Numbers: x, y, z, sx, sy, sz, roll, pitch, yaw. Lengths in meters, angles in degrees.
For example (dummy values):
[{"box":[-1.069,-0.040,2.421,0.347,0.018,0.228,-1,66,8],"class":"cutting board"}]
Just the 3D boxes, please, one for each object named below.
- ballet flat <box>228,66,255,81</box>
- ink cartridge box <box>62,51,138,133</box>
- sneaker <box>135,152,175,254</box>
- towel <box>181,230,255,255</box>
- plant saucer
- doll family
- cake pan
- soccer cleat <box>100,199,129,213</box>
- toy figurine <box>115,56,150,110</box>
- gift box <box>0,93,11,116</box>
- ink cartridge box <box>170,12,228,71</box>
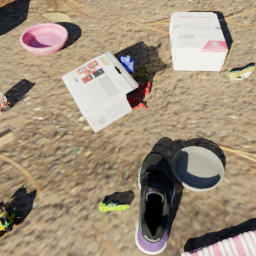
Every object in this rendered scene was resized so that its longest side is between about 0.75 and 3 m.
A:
[{"box":[4.669,-2.187,11.429,1.257,0.431,0.396,-17,81,-10],"class":"ballet flat"},{"box":[-0.912,-1.363,10.000,2.051,0.979,2.336,-31,56,-4],"class":"ink cartridge box"},{"box":[0.812,1.724,7.565,1.106,1.278,2.919,3,51,3],"class":"sneaker"},{"box":[2.600,3.501,6.727,2.256,0.337,1.651,-13,51,-10],"class":"towel"},{"box":[-3.762,-3.986,12.740,2.127,0.539,2.127,1,50,-1],"class":"plant saucer"},{"box":[-3.474,2.614,7.348,1.482,0.581,0.856,-40,65,-22],"class":"doll family"},{"box":[2.117,1.267,8.587,1.557,0.286,1.557,0,51,0],"class":"cake pan"},{"box":[-0.387,2.162,7.874,0.834,0.282,0.338,-5,44,-2],"class":"soccer cleat"},{"box":[0.160,-2.140,10.527,1.425,1.618,2.702,4,51,3],"class":"toy figurine"},{"box":[-4.786,-0.876,10.017,0.782,0.837,0.773,29,62,20],"class":"gift box"},{"box":[2.930,-3.795,12.158,2.050,1.193,2.815,2,52,1],"class":"ink cartridge box"}]
